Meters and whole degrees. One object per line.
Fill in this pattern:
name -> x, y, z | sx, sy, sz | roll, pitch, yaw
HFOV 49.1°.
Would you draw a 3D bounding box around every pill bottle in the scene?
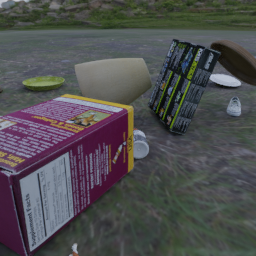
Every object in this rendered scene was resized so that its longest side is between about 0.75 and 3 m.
pill bottle -> 0.207, 0.322, 6.527 | 0.461, 0.461, 0.868 | -2, 22, -4

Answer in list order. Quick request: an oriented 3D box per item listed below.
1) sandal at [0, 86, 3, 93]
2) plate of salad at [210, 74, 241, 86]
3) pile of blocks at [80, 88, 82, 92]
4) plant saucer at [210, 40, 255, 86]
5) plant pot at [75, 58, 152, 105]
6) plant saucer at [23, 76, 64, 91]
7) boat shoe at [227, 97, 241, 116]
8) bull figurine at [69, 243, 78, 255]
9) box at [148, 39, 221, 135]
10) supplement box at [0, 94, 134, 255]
sandal -> -5.275, -1.532, 10.944 | 0.566, 0.378, 1.384 | -5, 24, -11
plate of salad -> 4.186, -2.023, 12.173 | 1.368, 0.329, 1.368 | 6, 31, -4
pile of blocks -> -1.453, -1.494, 10.750 | 0.355, 0.468, 1.141 | -16, 27, -32
plant saucer -> 3.469, -2.089, 8.857 | 2.017, 0.297, 2.017 | 42, 5, -4
plant pot -> -0.322, -1.248, 7.948 | 1.845, 1.728, 1.728 | -19, 24, 0
plant saucer -> -3.566, -1.886, 11.922 | 1.718, 0.267, 1.718 | 0, 24, 0
boat shoe -> 3.425, -0.730, 9.068 | 0.420, 0.381, 1.141 | 5, 24, 13
bull figurine -> -0.724, 1.744, 3.444 | 0.843, 0.274, 0.512 | -12, 24, -28
box -> 1.435, -1.272, 7.937 | 0.542, 2.280, 2.202 | 14, 18, -21
supplement box -> -1.311, 0.500, 4.857 | 1.804, 1.422, 2.755 | 14, 27, 30
